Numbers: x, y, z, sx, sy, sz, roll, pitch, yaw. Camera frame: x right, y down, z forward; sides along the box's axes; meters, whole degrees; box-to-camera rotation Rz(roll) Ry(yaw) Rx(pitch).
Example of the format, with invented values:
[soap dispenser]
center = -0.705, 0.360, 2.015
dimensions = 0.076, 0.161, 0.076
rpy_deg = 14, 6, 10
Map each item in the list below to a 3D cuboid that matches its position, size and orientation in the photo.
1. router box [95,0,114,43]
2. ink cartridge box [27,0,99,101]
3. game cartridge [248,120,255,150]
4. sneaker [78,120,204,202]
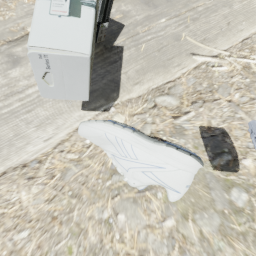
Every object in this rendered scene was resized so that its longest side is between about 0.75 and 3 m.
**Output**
[router box]
center = -1.179, -3.775, 8.556
dimensions = 1.395, 1.870, 0.478
rpy_deg = 33, 39, 15
[ink cartridge box]
center = -1.064, -1.871, 5.149
dimensions = 0.962, 1.698, 2.317
rpy_deg = 6, 70, -7
[game cartridge]
center = 2.440, 0.519, 4.299
dimensions = 0.921, 0.283, 1.383
rpy_deg = 7, 58, -28
[sneaker]
center = 0.070, 0.444, 4.329
dimensions = 2.046, 0.762, 0.891
rpy_deg = 23, 96, 16
